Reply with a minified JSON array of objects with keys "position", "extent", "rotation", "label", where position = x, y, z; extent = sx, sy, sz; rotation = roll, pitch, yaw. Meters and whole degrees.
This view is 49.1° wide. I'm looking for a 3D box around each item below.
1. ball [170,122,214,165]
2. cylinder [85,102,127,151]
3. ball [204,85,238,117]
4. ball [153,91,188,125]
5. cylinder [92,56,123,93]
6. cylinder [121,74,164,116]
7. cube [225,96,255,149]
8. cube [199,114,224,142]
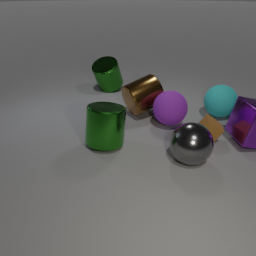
[{"position":[2.069,0.512,9.133],"extent":[1.400,1.400,1.400],"rotation":[0,28,0],"label":"ball"},{"position":[-0.807,-0.096,10.043],"extent":[1.400,1.400,1.400],"rotation":[5,20,-2],"label":"cylinder"},{"position":[4.017,-1.170,12.141],"extent":[1.400,1.400,1.400],"rotation":[0,28,0],"label":"ball"},{"position":[1.708,-0.811,11.353],"extent":[1.400,1.400,1.400],"rotation":[0,28,0],"label":"ball"},{"position":[-1.080,-2.861,14.993],"extent":[1.400,1.400,1.400],"rotation":[-8,52,10],"label":"cylinder"},{"position":[0.643,-1.436,12.165],"extent":[1.400,1.400,1.400],"rotation":[-27,35,-15],"label":"cylinder"},{"position":[4.648,-0.173,10.111],"extent":[1.400,1.400,1.400],"rotation":[8,26,-14],"label":"cube"},{"position":[3.030,0.037,10.430],"extent":[0.700,0.700,0.700],"rotation":[34,25,-8],"label":"cube"}]
